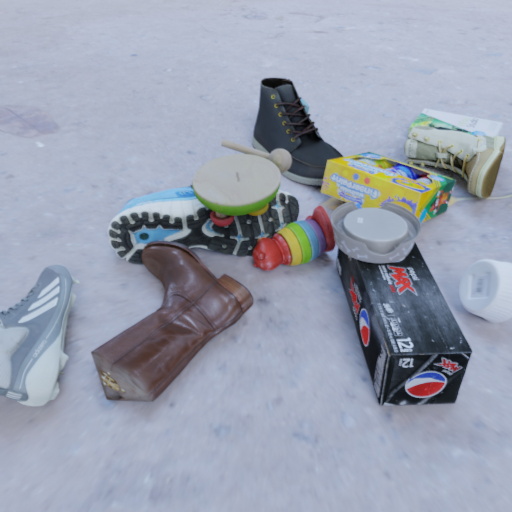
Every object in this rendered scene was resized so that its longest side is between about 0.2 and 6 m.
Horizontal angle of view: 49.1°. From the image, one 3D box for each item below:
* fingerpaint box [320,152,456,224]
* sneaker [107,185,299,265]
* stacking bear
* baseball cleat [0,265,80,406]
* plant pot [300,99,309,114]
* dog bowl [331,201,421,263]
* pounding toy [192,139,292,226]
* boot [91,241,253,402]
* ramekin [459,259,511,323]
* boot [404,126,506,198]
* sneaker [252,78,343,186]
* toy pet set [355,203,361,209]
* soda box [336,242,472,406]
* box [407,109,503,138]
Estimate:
[{"bbox_3d":[2.501,-1.331,10.618,1.944,0.713,1.622,27,30,33],"label":"fingerpaint box"},{"bbox_3d":[-0.880,-0.831,9.788,3.283,1.287,1.476,-4,33,-6],"label":"sneaker"},{"bbox_3d":[0.565,-0.184,9.343,1.355,0.823,0.771,-23,81,-18],"label":"stacking bear"},{"bbox_3d":[-3.128,0.809,7.488,1.360,0.891,2.555,24,23,-30],"label":"baseball cleat"},{"bbox_3d":[0.835,-3.609,14.022,0.865,0.849,0.847,-1,35,-14],"label":"plant pot"},{"bbox_3d":[1.728,-0.356,8.201,1.282,0.376,1.282,1,34,0],"label":"dog bowl"},{"bbox_3d":[-0.219,-1.014,8.836,1.348,0.810,1.746,11,44,15],"label":"pounding toy"},{"bbox_3d":[-1.573,0.857,7.950,2.243,0.773,2.407,23,46,31],"label":"boot"},{"bbox_3d":[3.397,0.484,8.155,0.442,0.907,0.907,15,30,-23],"label":"ramekin"},{"bbox_3d":[4.068,-2.051,11.743,1.982,0.924,2.563,16,33,20],"label":"boot"},{"bbox_3d":[0.854,-2.707,12.044,1.136,1.614,3.038,-22,41,-27],"label":"sneaker"},{"bbox_3d":[1.905,-0.795,10.288,1.013,0.576,1.085,-21,41,-26],"label":"toy pet set"},{"bbox_3d":[1.941,0.640,7.964,1.072,0.960,3.030,-1,36,-4],"label":"soda box"},{"bbox_3d":[4.830,-3.041,13.589,1.962,0.357,1.416,17,39,23],"label":"box"}]
